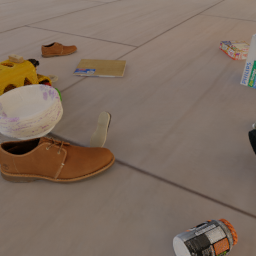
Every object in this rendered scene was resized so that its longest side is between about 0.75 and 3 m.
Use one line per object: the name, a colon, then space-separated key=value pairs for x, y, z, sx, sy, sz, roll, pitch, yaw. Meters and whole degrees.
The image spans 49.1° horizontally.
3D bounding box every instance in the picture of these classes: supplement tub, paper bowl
supplement tub: x=1.309 y=1.931 z=4.718 sx=0.976 sy=0.598 sz=0.598 roll=-15 pitch=38 yaw=-21
paper bowl: x=-2.672 y=-0.378 z=7.627 sx=1.784 sy=0.928 sz=1.784 roll=-5 pitch=38 yaw=4

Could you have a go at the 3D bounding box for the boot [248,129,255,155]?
boot: x=3.866 y=0.519 z=6.078 sx=1.661 sy=0.750 sz=2.028 roll=-24 pitch=41 yaw=3

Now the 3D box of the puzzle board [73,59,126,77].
puzzle board: x=-1.097 y=-2.412 z=11.307 sx=1.937 sy=0.169 sz=1.460 roll=3 pitch=36 yaw=5

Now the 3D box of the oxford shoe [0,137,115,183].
oxford shoe: x=-1.586 y=0.635 z=6.305 sx=2.618 sy=0.933 sz=0.934 roll=-3 pitch=33 yaw=-8

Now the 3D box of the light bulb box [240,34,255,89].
light bulb box: x=5.109 y=-2.212 z=9.555 sx=1.838 sy=1.822 sz=1.147 roll=28 pitch=42 yaw=35

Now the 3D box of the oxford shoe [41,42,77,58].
oxford shoe: x=-3.079 y=-3.593 z=12.631 sx=1.653 sy=0.589 sz=0.590 roll=-16 pitch=37 yaw=-24

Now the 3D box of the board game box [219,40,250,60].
board game box: x=5.057 y=-3.589 z=12.799 sx=1.165 sy=0.356 sz=1.538 roll=-5 pitch=35 yaw=-7

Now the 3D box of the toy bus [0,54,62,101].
toy bus: x=-3.591 y=-1.661 z=9.155 sx=2.532 sy=1.387 sz=2.683 roll=-9 pitch=36 yaw=-12

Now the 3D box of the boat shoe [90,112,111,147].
boat shoe: x=-0.652 y=0.110 z=7.097 sx=0.389 sy=1.071 sz=0.336 roll=20 pitch=8 yaw=17

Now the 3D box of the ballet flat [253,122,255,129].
ballet flat: x=3.680 y=-0.071 z=7.941 sx=0.765 sy=0.258 sz=0.244 roll=-31 pitch=18 yaw=-38
